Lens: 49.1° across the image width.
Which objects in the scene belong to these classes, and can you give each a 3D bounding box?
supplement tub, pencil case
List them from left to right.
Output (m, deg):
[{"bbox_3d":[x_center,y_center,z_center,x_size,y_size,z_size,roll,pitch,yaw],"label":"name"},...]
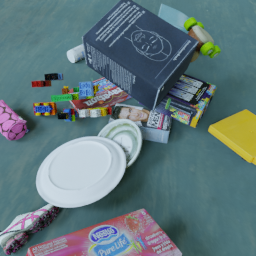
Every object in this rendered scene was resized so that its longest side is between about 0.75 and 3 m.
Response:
[{"bbox_3d":[-4.100,-0.324,9.431,1.738,0.814,0.789,36,13,28],"label":"pencil case"},{"bbox_3d":[-2.224,-3.347,12.562,0.580,0.580,0.879,34,55,29],"label":"supplement tub"}]

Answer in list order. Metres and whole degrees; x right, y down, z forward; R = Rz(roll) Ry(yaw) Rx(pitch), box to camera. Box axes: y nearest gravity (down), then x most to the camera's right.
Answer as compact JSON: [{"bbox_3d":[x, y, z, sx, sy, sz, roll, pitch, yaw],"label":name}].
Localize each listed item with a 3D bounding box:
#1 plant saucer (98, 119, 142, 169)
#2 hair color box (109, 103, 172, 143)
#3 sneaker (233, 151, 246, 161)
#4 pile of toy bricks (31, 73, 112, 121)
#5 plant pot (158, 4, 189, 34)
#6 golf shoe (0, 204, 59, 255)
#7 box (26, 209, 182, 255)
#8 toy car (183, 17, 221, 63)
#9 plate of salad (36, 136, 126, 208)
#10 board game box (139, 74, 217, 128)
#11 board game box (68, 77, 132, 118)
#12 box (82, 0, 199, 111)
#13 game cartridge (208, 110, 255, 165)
[{"bbox_3d":[-0.254,0.570,8.483,1.721,0.432,1.721,-15,60,27],"label":"plant saucer"},{"bbox_3d":[0.433,-0.179,9.403,1.972,0.598,0.976,9,44,9],"label":"hair color box"},{"bbox_3d":[3.563,0.683,8.790,0.382,0.276,0.781,-26,53,-23],"label":"sneaker"},{"bbox_3d":[-1.840,-1.083,9.649,2.923,1.622,1.443,2,10,28],"label":"pile of toy bricks"},{"bbox_3d":[2.056,-4.198,12.674,1.832,1.799,1.794,15,46,-2],"label":"plant pot"},{"bbox_3d":[-2.477,2.322,6.960,1.577,0.573,0.726,-35,55,-29],"label":"golf shoe"},{"bbox_3d":[-0.492,2.719,5.243,2.777,1.384,1.326,-3,38,-44],"label":"box"},{"bbox_3d":[2.040,-2.607,9.361,1.207,1.529,1.256,-6,63,-55],"label":"toy car"},{"bbox_3d":[-1.300,1.202,7.939,2.573,0.618,2.573,-7,41,6],"label":"plate of salad"},{"bbox_3d":[1.813,-1.164,9.799,2.048,0.703,2.478,24,34,17],"label":"board game box"},{"bbox_3d":[-0.809,-1.428,10.880,2.912,0.283,1.499,-25,52,-23],"label":"board game box"},{"bbox_3d":[0.329,-2.211,8.367,2.681,1.435,1.990,36,72,12],"label":"box"},{"bbox_3d":[3.890,0.233,8.971,2.050,0.332,1.807,-21,48,-31],"label":"game cartridge"}]
